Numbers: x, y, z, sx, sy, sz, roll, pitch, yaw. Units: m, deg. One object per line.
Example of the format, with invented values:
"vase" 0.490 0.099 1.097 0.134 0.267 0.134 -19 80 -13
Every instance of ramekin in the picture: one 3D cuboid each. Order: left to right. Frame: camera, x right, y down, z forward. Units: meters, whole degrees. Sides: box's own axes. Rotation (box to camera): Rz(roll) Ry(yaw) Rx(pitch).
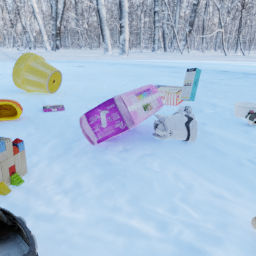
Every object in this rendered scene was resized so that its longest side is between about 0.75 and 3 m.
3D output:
"ramekin" 4.890 -0.722 11.519 1.059 0.516 1.059 0 18 0

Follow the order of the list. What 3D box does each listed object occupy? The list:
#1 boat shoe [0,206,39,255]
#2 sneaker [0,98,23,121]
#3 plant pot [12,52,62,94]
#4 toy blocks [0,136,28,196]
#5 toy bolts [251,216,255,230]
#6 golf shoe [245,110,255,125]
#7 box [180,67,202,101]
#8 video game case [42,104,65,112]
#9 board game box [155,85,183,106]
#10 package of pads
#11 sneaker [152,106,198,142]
"boat shoe" -1.900 1.495 3.959 0.894 0.730 2.421 -12 21 -35
"sneaker" -5.534 -0.716 10.628 2.880 1.051 1.111 -6 18 -17
"plant pot" -5.206 -3.058 16.609 2.176 2.313 2.313 22 23 15
"toy blocks" -2.721 0.689 5.942 0.807 1.104 1.614 5 17 16
"toy bolts" 2.326 1.629 4.230 0.865 0.628 0.906 48 21 11
"golf shoe" 5.044 -0.254 10.271 1.403 0.542 0.618 4 43 4
"box" 2.329 -1.612 10.411 0.297 1.208 0.497 17 -4 -35
"video game case" -3.389 -0.919 12.738 0.952 0.170 0.863 -5 18 -17
"board game box" 2.011 -1.799 14.863 1.931 0.590 2.549 8 19 24
"package of pads" -0.114 -0.531 9.124 1.753 1.101 2.909 -26 4 28
"sneaker" 1.481 -0.221 9.290 1.308 0.855 2.276 3 21 1
